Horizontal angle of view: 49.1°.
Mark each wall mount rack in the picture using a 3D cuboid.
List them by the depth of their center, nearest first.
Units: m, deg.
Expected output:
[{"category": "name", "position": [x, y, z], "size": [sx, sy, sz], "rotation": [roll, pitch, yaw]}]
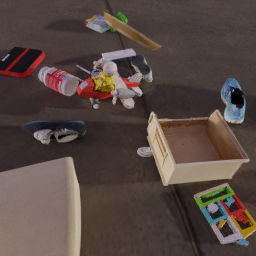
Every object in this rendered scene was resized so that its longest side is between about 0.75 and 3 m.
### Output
[{"category": "wall mount rack", "position": [-1.774, -2.577, 13.729], "size": [1.439, 0.617, 1.656], "rotation": [-4, 47, -3]}]

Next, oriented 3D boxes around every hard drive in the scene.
[{"category": "hard drive", "position": [-0.500, -3.890, 14.910], "size": [1.656, 0.210, 1.093], "rotation": [-12, 29, -5]}]

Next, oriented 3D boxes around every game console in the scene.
[{"category": "game console", "position": [-5.715, -3.510, 14.816], "size": [2.009, 0.353, 2.271], "rotation": [10, 48, 14]}]

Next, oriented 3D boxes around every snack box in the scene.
[{"category": "snack box", "position": [-1.758, -6.506, 17.399], "size": [1.352, 0.458, 1.140], "rotation": [31, 54, 23]}]

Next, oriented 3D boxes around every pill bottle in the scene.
[{"category": "pill bottle", "position": [-3.295, -2.247, 13.179], "size": [1.758, 0.987, 0.987], "rotation": [26, 53, 22]}]

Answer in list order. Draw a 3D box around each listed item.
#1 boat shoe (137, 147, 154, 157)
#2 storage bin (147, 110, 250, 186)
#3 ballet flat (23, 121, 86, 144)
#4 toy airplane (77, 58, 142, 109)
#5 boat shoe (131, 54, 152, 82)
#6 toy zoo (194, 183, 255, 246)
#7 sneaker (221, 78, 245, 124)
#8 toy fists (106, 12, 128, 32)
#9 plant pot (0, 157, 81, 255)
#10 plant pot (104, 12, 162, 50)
[{"category": "boat shoe", "position": [0.969, 0.849, 10.749], "size": [1.206, 0.421, 0.428], "rotation": [5, 48, 4]}, {"category": "storage bin", "position": [2.328, 0.562, 10.163], "size": [2.709, 1.269, 2.689], "rotation": [-3, 47, -15]}, {"category": "ballet flat", "position": [-2.922, 0.188, 11.087], "size": [2.520, 0.921, 0.921], "rotation": [-2, 48, -5]}, {"category": "toy airplane", "position": [-0.592, -2.083, 12.416], "size": [2.694, 1.901, 2.682], "rotation": [18, 50, 16]}, {"category": "boat shoe", "position": [0.709, -3.077, 14.258], "size": [0.741, 0.645, 2.012], "rotation": [-29, 46, -1]}, {"category": "toy zoo", "position": [3.225, 2.845, 9.083], "size": [1.332, 0.208, 2.031], "rotation": [-16, 50, -15]}, {"category": "sneaker", "position": [4.774, -1.413, 12.308], "size": [0.997, 1.144, 2.544], "rotation": [5, 48, 4]}, {"category": "toy fists", "position": [-0.633, -6.426, 17.143], "size": [0.811, 0.547, 1.591], "rotation": [44, 54, -5]}, {"category": "plant pot", "position": [-2.558, 2.672, 7.785], "size": [2.701, 2.704, 2.394], "rotation": [-12, 64, -12]}, {"category": "plant pot", "position": [0.126, -3.275, 9.672], "size": [2.264, 0.311, 2.264], "rotation": [27, 19, -10]}]
